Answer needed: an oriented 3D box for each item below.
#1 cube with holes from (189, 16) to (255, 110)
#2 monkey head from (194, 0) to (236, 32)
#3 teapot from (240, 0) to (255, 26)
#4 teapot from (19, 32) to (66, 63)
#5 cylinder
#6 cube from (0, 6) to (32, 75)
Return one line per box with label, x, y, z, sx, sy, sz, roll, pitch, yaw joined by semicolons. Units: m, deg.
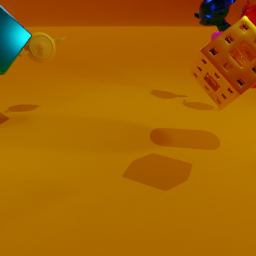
cube with holes;1.639;-0.971;4.399;0.867;0.867;0.867;-38;-9;-5
monkey head;3.024;-3.841;9.366;1.272;1.065;1.768;32;-31;-29
teapot;3.752;-3.114;8.148;0.771;0.978;1.574;-19;71;-25
teapot;-2.520;-2.389;8.241;1.452;0.903;0.711;-28;19;-17
cylinder;2.379;-1.441;5.969;1.186;1.186;1.186;1;22;11
cube;-3.475;-2.201;6.930;1.294;1.294;1.294;10;66;46
